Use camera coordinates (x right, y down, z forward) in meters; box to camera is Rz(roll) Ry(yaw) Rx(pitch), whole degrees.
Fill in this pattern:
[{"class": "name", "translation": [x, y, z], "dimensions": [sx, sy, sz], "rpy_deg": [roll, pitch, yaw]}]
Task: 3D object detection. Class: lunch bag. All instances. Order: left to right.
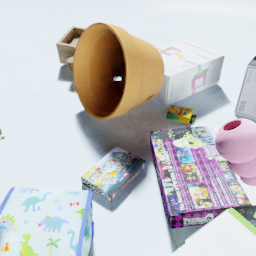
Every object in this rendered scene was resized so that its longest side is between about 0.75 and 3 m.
[{"class": "lunch bag", "translation": [-1.457, 2.001, 4.693], "dimensions": [1.602, 1.201, 1.884], "rpy_deg": [1, 28, 1]}]

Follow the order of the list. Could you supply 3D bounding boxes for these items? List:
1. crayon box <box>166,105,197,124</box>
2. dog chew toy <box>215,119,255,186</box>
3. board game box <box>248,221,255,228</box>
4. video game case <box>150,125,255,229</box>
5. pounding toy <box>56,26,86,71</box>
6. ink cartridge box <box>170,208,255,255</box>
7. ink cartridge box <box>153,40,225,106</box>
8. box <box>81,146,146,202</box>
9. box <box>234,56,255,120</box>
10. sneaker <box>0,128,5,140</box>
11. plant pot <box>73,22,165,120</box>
[{"class": "crayon box", "translation": [1.668, -0.425, 8.650], "dimensions": [0.854, 0.217, 0.542], "rpy_deg": [13, 40, 16]}, {"class": "dog chew toy", "translation": [1.458, 0.339, 3.464], "dimensions": [0.562, 0.903, 0.562], "rpy_deg": [-29, 16, 9]}, {"class": "board game box", "translation": [2.873, 1.829, 5.706], "dimensions": [0.927, 0.224, 1.225], "rpy_deg": [32, 48, 34]}, {"class": "video game case", "translation": [1.940, 0.907, 6.452], "dimensions": [2.556, 0.505, 2.820], "rpy_deg": [-5, 34, -2]}, {"class": "pounding toy", "translation": [-1.749, -2.869, 11.225], "dimensions": [2.091, 1.089, 2.380], "rpy_deg": [15, 51, 12]}, {"class": "ink cartridge box", "translation": [1.379, 2.574, 4.204], "dimensions": [2.348, 0.889, 1.736], "rpy_deg": [-24, 44, -26]}, {"class": "ink cartridge box", "translation": [1.740, -2.072, 10.000], "dimensions": [2.756, 1.167, 1.992], "rpy_deg": [-24, 43, -30]}, {"class": "box", "translation": [-0.324, 1.051, 6.690], "dimensions": [0.919, 0.254, 1.346], "rpy_deg": [25, 44, 28]}, {"class": "box", "translation": [4.781, -0.839, 7.999], "dimensions": [2.925, 1.706, 0.880], "rpy_deg": [22, 40, 28]}, {"class": "sneaker", "translation": [-2.154, 0.021, 4.367], "dimensions": [0.297, 0.342, 0.772], "rpy_deg": [-8, -3, -13]}, {"class": "plant pot", "translation": [-0.174, -1.709, 8.555], "dimensions": [1.908, 2.726, 2.726], "rpy_deg": [-10, 36, -38]}]
